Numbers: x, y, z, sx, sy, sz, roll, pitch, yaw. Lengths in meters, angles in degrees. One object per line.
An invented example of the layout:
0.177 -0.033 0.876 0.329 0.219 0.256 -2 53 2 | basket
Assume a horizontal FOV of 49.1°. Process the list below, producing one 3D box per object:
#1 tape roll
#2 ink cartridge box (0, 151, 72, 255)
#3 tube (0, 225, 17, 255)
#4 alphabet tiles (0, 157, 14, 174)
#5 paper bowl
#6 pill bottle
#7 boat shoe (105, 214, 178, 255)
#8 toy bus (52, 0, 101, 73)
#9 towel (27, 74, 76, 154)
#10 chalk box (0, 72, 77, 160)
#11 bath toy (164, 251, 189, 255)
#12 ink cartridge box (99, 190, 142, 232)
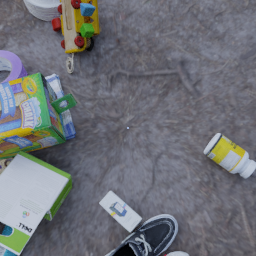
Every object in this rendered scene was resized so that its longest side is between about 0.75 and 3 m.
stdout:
-4.572 -1.721 9.642 2.064 0.677 2.064 -2 58 2 | tape roll
-3.031 2.149 8.078 1.823 0.934 2.466 24 56 8 | ink cartridge box
-3.283 2.897 8.414 0.918 0.597 2.370 20 66 -2 | tube
-4.952 1.317 9.169 2.304 0.073 1.917 -31 74 -10 | alphabet tiles
-2.938 -5.581 10.868 2.553 1.328 2.553 0 71 1 | paper bowl
3.251 0.905 8.906 1.505 0.843 0.843 36 75 10 | pill bottle
0.296 3.430 7.992 2.758 0.935 0.989 -30 74 -9 | boat shoe
-1.649 -3.676 10.173 1.309 2.534 2.391 -12 60 -36 | toy bus
-2.980 -0.555 9.693 1.854 0.300 2.524 -19 73 -6 | towel
-3.003 -0.354 8.593 2.891 1.799 1.790 -15 72 -1 | chalk box
1.013 4.560 7.700 1.048 0.891 2.410 34 71 -36 | bath toy
-0.225 2.490 8.331 1.229 0.893 0.538 41 74 13 | ink cartridge box
